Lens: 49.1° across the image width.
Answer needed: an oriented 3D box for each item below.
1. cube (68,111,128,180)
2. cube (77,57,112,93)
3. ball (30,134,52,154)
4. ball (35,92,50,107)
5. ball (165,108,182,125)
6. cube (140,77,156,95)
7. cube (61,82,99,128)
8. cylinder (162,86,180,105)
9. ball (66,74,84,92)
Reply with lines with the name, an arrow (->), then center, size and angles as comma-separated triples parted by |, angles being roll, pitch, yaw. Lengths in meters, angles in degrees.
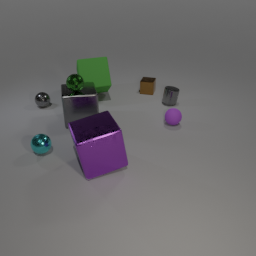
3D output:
cube -> -0.953, 0.510, 8.879 | 1.400, 1.400, 1.400 | -19, 34, -12
cube -> -1.654, -2.459, 13.381 | 1.400, 1.400, 1.400 | -9, -2, -11
ball -> -2.989, 0.542, 9.633 | 0.700, 0.700, 0.700 | 0, 30, 0
ball -> -3.937, -1.307, 12.915 | 0.700, 0.700, 0.700 | 0, 30, 0
ball -> 1.853, -0.467, 11.474 | 0.700, 0.700, 0.700 | 0, 30, 0
cube -> 1.029, -2.173, 14.421 | 0.700, 0.700, 0.700 | 8, 31, 13
cube -> -1.996, -0.981, 11.656 | 1.400, 1.400, 1.400 | -6, 31, -11
cylinder -> 2.011, -1.536, 13.175 | 0.700, 0.700, 0.700 | 8, 26, -4
ball -> -2.044, -1.744, 10.848 | 0.700, 0.700, 0.700 | 0, 30, 0
